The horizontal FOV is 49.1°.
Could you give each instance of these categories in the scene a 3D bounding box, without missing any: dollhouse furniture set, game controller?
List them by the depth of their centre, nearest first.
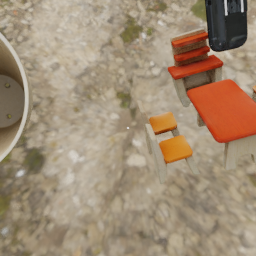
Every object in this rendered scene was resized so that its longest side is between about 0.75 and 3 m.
[{"bbox_3d":[1.830,-2.233,5.184,0.815,1.562,0.329,-18,21,-18],"label":"game controller"},{"bbox_3d":[1.610,-0.685,5.333,2.943,1.516,2.912,-16,35,2],"label":"dollhouse furniture set"}]

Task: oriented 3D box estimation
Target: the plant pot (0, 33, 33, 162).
[{"bbox_3d":[-2.580,-0.476,4.713,2.286,2.441,2.286,0,94,-7],"label":"plant pot"}]
